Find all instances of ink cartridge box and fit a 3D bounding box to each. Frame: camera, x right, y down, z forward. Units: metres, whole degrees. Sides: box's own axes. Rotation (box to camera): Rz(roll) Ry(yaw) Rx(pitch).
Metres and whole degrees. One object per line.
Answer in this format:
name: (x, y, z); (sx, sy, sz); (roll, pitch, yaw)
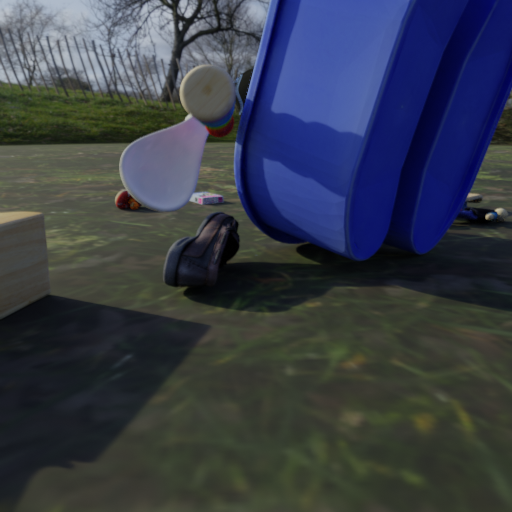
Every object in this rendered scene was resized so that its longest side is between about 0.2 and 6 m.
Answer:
ink cartridge box: (-1.379, -1.515, 14.635); (0.626, 0.220, 1.048); (-9, 15, -33)

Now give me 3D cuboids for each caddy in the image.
caddy: (1.672, -2.429, 8.452); (3.756, 5.312, 2.789); (-3, 26, -45)

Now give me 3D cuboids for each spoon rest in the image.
spoon rest: (-1.327, -1.693, 9.193); (0.762, 1.250, 2.516); (-37, 20, 44)

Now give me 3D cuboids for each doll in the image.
doll: (4.563, -0.856, 11.650); (1.458, 0.353, 0.994); (4, 5, -12)

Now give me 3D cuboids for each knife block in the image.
knife block: (-3.366, 0.431, 5.041); (3.327, 1.064, 2.920); (-8, 17, -30)

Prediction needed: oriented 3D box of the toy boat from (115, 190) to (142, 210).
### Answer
toy boat: (-2.979, -1.289, 13.410); (0.748, 0.488, 0.489); (-9, 46, -33)

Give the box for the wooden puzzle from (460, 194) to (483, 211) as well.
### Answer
wooden puzzle: (3.970, -1.289, 13.247); (1.985, 0.496, 2.143); (14, 15, 43)

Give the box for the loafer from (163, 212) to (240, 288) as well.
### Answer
loafer: (-0.556, -0.038, 7.729); (0.693, 0.791, 2.201); (14, 21, 11)

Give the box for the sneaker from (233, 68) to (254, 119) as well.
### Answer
sneaker: (0.552, -2.084, 11.164); (1.321, 3.392, 1.189); (-13, 19, 34)

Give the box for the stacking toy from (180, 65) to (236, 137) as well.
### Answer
stacking toy: (-0.584, -2.101, 8.002); (0.730, 0.730, 1.709); (1, 0, 3)
